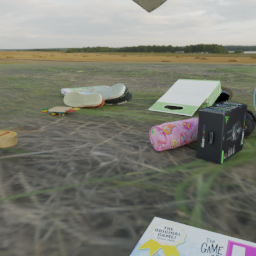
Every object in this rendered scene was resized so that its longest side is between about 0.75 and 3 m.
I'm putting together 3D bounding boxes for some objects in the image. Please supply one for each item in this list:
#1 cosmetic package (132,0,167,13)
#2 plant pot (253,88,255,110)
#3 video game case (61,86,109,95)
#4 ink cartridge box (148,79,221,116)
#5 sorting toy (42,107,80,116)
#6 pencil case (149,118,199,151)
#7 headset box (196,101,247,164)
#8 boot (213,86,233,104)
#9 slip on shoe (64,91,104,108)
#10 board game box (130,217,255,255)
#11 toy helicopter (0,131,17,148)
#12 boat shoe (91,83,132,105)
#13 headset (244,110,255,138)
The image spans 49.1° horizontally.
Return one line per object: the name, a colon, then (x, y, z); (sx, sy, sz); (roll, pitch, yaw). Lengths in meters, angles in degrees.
cosmetic package: (0.557, -2.801, 4.766); (0.599, 1.373, 0.710); (27, -8, -22)
plant pot: (4.801, -0.778, 7.784); (1.358, 2.027, 2.027); (18, 2, -39)
video game case: (-1.735, -1.744, 13.705); (2.553, 0.282, 2.324); (-8, 18, -25)
ink cartridge box: (2.235, -1.057, 10.802); (1.848, 0.609, 2.540); (11, 44, 38)
sorting toy: (-2.307, -0.578, 9.748); (1.259, 0.213, 0.607); (3, 16, 13)
pencil case: (1.173, 0.132, 6.618); (1.433, 0.626, 0.626); (-13, 20, -39)
headset box: (1.966, 0.065, 5.926); (0.568, 1.066, 1.224); (15, 21, 41)
boot: (3.274, -1.517, 11.893); (2.304, 0.861, 1.117); (6, 15, 14)
slip on shoe: (-1.731, -1.063, 10.933); (1.804, 0.668, 0.552); (4, -13, 24)
board game box: (1.067, 1.534, 1.916); (2.515, 0.430, 1.691); (7, 17, 24)
toy helicopter: (-3.290, 0.348, 5.285); (2.451, 0.967, 1.621); (-9, 18, -41)
boat shoe: (-0.757, -1.275, 11.423); (0.674, 0.845, 2.235); (38, -19, -35)
headset: (3.099, -0.011, 7.428); (1.701, 0.799, 1.051); (-8, 12, 32)
